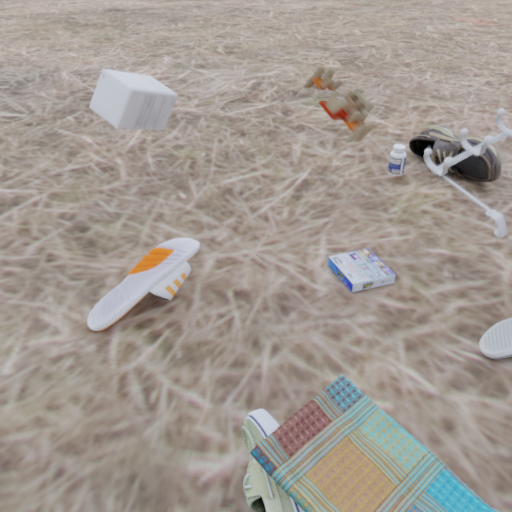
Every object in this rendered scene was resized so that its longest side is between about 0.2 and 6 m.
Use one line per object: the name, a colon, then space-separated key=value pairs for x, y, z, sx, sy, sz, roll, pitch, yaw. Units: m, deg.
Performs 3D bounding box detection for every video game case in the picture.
video game case: x=1.766 y=0.237 z=9.463 sx=0.800 sy=0.200 sz=0.882 roll=-12 pitch=35 yaw=-17

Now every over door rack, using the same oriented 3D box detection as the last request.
over door rack: x=3.684 y=-1.401 z=8.421 sx=1.501 sy=0.677 sz=2.032 roll=-28 pitch=45 yaw=1

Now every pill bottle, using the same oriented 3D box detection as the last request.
pill bottle: x=3.205 y=-2.174 z=12.709 sx=0.366 sy=0.660 sz=0.366 roll=0 pitch=33 yaw=0

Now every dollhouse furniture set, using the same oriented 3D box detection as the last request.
dollhouse furniture set: x=1.550 y=-2.625 z=10.070 sx=1.305 sy=0.680 sz=1.319 roll=-20 pitch=71 yaw=-53

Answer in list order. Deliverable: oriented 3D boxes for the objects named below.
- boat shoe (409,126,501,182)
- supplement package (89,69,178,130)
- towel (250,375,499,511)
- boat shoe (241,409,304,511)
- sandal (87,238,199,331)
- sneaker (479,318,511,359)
boat shoe: x=4.392 y=-2.186 z=12.638 sx=0.963 sy=0.979 sz=2.627 roll=-19 pitch=28 yaw=-11
supplement package: x=-2.561 y=-3.252 z=11.778 sx=0.903 sy=0.892 sz=1.489 roll=38 pitch=26 yaw=19
towel: x=1.246 y=2.316 z=5.590 sx=2.236 sy=0.243 sz=1.640 roll=41 pitch=42 yaw=24
boat shoe: x=0.181 y=2.399 z=5.769 sx=0.588 sy=0.683 sz=1.897 roll=-13 pitch=38 yaw=-17
sandal: x=-1.687 y=0.519 z=8.780 sx=2.107 sy=0.604 sz=0.807 roll=-43 pitch=36 yaw=-19
sneaker: x=3.864 y=1.112 z=7.885 sx=1.463 sy=0.581 sz=0.574 roll=-31 pitch=32 yaw=-1
